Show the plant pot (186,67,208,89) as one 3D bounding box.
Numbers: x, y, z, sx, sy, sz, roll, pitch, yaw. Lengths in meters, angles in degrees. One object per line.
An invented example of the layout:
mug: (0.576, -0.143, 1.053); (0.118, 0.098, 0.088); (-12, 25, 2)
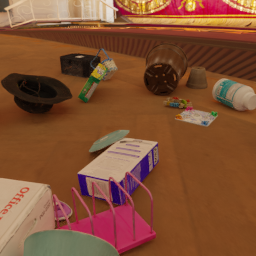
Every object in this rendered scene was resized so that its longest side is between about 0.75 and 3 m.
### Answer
plant pot: (3.901, -2.842, 15.676); (1.215, 1.055, 1.215); (1, 25, 0)

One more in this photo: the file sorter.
file sorter: (-0.506, 1.749, 5.685); (1.772, 1.111, 1.231); (-13, 23, -25)

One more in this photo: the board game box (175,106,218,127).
board game box: (2.889, -0.524, 11.753); (1.390, 0.180, 1.390); (15, 29, 30)

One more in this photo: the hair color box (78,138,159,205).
hair color box: (-0.163, 1.063, 7.636); (1.244, 0.738, 2.277); (7, 27, 29)

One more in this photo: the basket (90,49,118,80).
basket: (-1.478, -3.777, 16.856); (1.088, 1.379, 1.564); (-22, 70, -50)

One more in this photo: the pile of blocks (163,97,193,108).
pile of blocks: (2.295, -1.191, 12.755); (1.314, 0.408, 0.539); (5, 20, 1)

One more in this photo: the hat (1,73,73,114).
hat: (-3.915, -1.291, 11.986); (2.919, 1.178, 2.919); (16, 26, -8)

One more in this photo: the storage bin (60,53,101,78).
storage bin: (-3.101, -4.138, 18.356); (2.408, 1.129, 1.628); (16, 30, 29)

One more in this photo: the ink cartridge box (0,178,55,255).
ink cartridge box: (-3.156, 1.933, 5.275); (2.917, 1.237, 2.124); (4, 25, 11)

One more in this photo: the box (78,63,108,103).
box: (-1.717, -2.341, 14.086); (0.591, 1.434, 2.444); (31, 26, -12)

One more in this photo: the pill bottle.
pill bottle: (4.887, -1.471, 12.681); (1.119, 1.119, 2.020); (-11, 28, -23)

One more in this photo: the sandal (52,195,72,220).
sandal: (-1.940, 1.754, 6.682); (1.455, 0.358, 0.592); (18, 30, 33)

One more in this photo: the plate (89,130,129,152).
plate: (-0.638, 0.355, 9.038); (1.461, 0.187, 1.461); (-26, 8, 4)

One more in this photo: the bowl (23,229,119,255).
bowl: (-0.953, 2.335, 4.352); (1.587, 1.587, 0.830); (2, 44, 4)

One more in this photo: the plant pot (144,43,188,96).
plant pot: (1.876, -3.001, 14.811); (2.371, 2.371, 2.347); (6, 33, 13)
